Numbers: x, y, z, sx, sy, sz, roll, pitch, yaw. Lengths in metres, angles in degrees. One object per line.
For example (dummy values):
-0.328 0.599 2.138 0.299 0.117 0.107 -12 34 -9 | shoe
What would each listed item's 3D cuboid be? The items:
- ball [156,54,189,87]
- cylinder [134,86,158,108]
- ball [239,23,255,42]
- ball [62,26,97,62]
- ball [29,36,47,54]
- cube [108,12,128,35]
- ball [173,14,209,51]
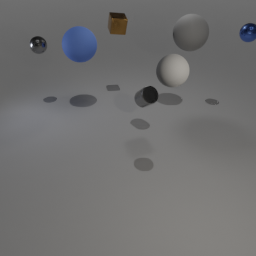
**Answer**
0.951 -1.219 5.974 0.700 0.700 0.700 0 30 0 | ball
0.693 -1.180 10.625 0.700 0.700 0.700 -15 -2 -24 | cylinder
4.610 -3.624 10.655 0.700 0.700 0.700 0 30 0 | ball
-1.950 -3.361 11.293 1.400 1.400 1.400 0 30 0 | ball
-3.663 -3.389 11.447 0.700 0.700 0.700 0 30 0 | ball
-0.462 -4.569 12.258 0.700 0.700 0.700 -2 44 -16 | cube
2.473 -3.747 11.041 1.400 1.400 1.400 0 30 0 | ball
